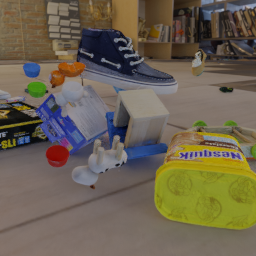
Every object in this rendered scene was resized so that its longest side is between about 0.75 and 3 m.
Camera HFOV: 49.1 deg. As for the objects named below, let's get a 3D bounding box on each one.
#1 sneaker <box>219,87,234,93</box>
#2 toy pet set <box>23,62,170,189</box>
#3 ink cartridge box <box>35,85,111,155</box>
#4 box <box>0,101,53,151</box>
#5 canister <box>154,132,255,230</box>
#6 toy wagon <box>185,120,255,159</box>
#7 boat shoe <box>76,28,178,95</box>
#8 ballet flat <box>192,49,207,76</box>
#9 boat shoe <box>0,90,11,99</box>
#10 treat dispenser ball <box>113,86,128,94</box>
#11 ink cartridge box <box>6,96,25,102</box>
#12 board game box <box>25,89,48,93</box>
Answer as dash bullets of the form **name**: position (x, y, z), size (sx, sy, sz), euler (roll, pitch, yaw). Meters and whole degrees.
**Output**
- **sneaker**: position (5.329, -2.086, 15.328), size (0.824, 0.322, 0.351), euler (4, 8, -19)
- **toy pet set**: position (-0.665, -0.029, 6.172), size (2.755, 1.567, 2.950), euler (-7, 45, -22)
- **ink cartridge box**: position (-1.303, -0.241, 7.113), size (0.785, 1.404, 2.057), euler (-39, -3, 27)
- **box**: position (-3.700, -0.122, 8.087), size (2.324, 0.718, 2.910), euler (-12, 20, -39)
- **canister**: position (1.351, 0.742, 4.946), size (1.537, 0.896, 2.070), euler (4, 16, 12)
- **toy wagon**: position (2.775, 0.298, 7.051), size (2.549, 0.504, 1.977), euler (0, 17, -2)
- **boat shoe**: position (-0.041, -1.762, 7.187), size (2.850, 1.322, 1.064), euler (14, 24, 12)
- **ballet flat**: position (2.482, -2.363, 10.000), size (0.485, 0.445, 1.412), euler (-15, 34, 32)
- **boat shoe**: position (-6.633, -1.759, 13.543), size (1.947, 0.650, 0.716), euler (3, 17, 10)
- **treat dispenser ball**: position (0.107, -2.311, 13.431), size (1.806, 1.806, 1.806), euler (0, 17, 0)
- **ink cartridge box**: position (-5.142, -1.321, 12.945), size (0.488, 0.172, 0.818), euler (8, 22, 25)
- **board game box**: position (-4.990, -2.018, 15.228), size (0.829, 0.173, 1.225), euler (-14, 22, -39)
